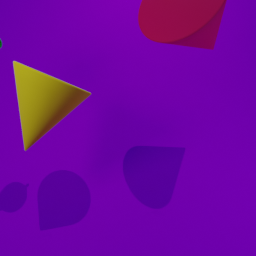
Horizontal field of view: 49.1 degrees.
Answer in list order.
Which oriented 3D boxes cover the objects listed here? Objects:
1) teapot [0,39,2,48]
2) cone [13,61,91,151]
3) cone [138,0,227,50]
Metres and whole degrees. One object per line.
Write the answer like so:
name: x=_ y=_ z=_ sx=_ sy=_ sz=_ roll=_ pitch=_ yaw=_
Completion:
teapot: x=-2.530 y=-1.427 z=4.402 sx=0.684 sy=0.538 sz=1.100 roll=34 pitch=25 yaw=35
cone: x=-1.562 y=-0.238 z=4.949 sx=1.399 sy=1.399 sz=1.404 roll=24 pitch=94 yaw=11
cone: x=1.292 y=-1.865 z=5.148 sx=1.615 sy=1.621 sz=1.615 roll=-14 pitch=64 yaw=32
